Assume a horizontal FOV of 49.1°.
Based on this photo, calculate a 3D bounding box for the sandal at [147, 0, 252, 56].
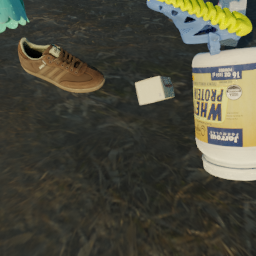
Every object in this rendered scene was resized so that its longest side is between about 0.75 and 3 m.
[{"bbox_3d":[0.967,-1.507,4.061,1.548,0.674,0.615,20,44,-9],"label":"sandal"}]

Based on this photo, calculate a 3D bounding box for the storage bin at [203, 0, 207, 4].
[{"bbox_3d":[1.521,-3.468,6.859,0.823,1.225,0.892,-28,30,-32],"label":"storage bin"}]

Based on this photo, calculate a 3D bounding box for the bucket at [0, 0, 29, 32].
[{"bbox_3d":[-3.710,-3.188,7.248,1.975,1.285,1.975,-14,18,5],"label":"bucket"}]

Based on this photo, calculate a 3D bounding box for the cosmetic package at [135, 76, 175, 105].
[{"bbox_3d":[0.617,-0.824,6.120,0.576,0.486,1.115,-12,4,20],"label":"cosmetic package"}]

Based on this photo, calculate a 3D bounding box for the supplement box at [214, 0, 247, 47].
[{"bbox_3d":[2.987,-3.257,8.284,0.787,0.770,1.522,11,63,10],"label":"supplement box"}]

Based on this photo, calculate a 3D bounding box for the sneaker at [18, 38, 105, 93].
[{"bbox_3d":[-1.182,-1.084,4.815,1.612,0.609,0.568,16,58,9],"label":"sneaker"}]

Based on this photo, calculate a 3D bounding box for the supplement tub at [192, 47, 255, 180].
[{"bbox_3d":[2.033,-0.318,5.149,1.592,2.205,1.592,-6,13,1],"label":"supplement tub"}]
